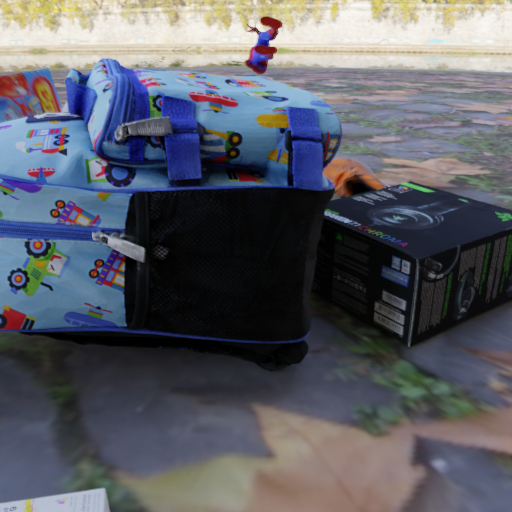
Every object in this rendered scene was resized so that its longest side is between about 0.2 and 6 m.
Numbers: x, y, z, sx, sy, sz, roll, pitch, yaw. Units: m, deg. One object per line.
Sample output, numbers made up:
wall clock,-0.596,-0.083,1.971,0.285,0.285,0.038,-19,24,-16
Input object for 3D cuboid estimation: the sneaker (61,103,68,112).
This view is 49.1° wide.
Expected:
sneaker,-2.475,-2.066,9.847,2.116,1.164,2.890,-26,48,-8

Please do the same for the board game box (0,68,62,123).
board game box,-4.470,-1.835,10.028,0.728,2.604,2.550,-2,23,32

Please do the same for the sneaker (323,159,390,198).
sneaker,1.857,-1.431,10.847,1.185,0.820,2.115,10,20,-49

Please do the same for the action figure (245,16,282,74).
action figure,0.052,-2.995,8.110,0.460,0.583,1.781,6,8,-4

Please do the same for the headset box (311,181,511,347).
headset box,2.265,-0.079,8.026,2.640,1.225,2.299,-15,27,-31

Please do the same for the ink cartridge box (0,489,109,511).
ink cartridge box,-1.532,2.101,3.941,0.949,0.415,0.690,-5,24,-9

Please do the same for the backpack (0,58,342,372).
backpack,-1.679,-0.744,6.812,4.450,2.993,4.062,2,23,-12
